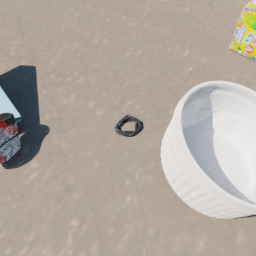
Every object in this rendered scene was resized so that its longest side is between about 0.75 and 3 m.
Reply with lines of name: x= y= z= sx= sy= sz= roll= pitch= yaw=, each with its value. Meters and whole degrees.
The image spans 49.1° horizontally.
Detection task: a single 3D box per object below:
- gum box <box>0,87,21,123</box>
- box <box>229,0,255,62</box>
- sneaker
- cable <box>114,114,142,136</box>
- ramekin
gum box: x=-4.671 y=-0.813 z=7.101 sx=2.512 sy=0.659 sz=2.957 roll=-36 pitch=94 yaw=-23
box: x=4.420 y=-3.133 z=9.119 sx=1.553 sy=1.612 sz=0.983 roll=36 pitch=61 yaw=23
sneaker: x=-3.386 y=0.486 z=6.495 sx=0.670 sy=1.075 sz=2.006 roll=10 pitch=29 yaw=30
cable: x=-0.005 y=-0.023 z=7.729 sx=0.630 sy=0.196 sz=0.772 roll=41 pitch=61 yaw=20
ramekin: x=2.079 y=0.545 z=6.084 sx=2.885 sy=1.514 sz=2.885 roll=9 pitch=57 yaw=-15
